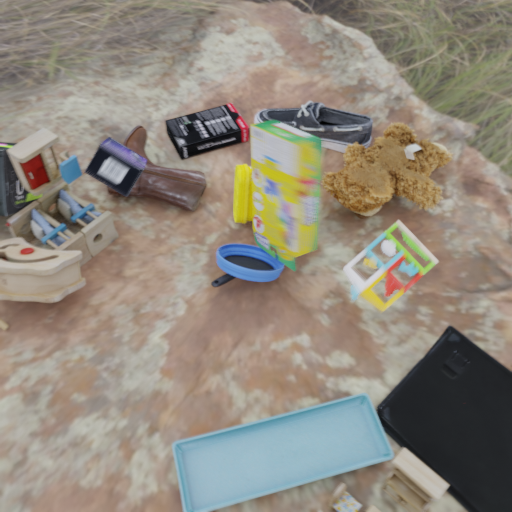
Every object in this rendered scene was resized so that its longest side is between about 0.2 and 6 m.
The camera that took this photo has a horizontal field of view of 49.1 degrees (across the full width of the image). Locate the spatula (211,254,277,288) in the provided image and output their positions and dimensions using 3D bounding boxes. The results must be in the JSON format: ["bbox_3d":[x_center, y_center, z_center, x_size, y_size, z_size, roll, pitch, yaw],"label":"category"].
[{"bbox_3d":[-0.194,0.265,10.468,1.619,0.166,0.458,-21,50,-38],"label":"spatula"}]

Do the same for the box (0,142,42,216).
[{"bbox_3d":[-5.516,-1.579,10.980,2.079,1.292,1.544,4,15,4],"label":"box"}]

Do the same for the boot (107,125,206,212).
[{"bbox_3d":[-1.902,-1.890,12.004,2.080,0.668,1.939,9,64,11],"label":"boot"}]

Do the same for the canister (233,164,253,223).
[{"bbox_3d":[0.357,-1.222,11.092,1.542,1.145,0.667,-1,28,-9],"label":"canister"}]

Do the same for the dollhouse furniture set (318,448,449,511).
[{"bbox_3d":[1.676,3.505,7.386,1.394,1.057,1.591,37,60,26],"label":"dollhouse furniture set"}]

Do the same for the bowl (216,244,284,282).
[{"bbox_3d":[-0.121,0.124,10.259,1.246,0.245,1.246,11,21,-4],"label":"bowl"}]

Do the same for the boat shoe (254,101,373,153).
[{"bbox_3d":[1.288,-3.078,12.799,2.756,0.934,0.988,17,53,13],"label":"boat shoe"}]

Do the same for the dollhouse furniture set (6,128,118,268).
[{"bbox_3d":[-3.747,-0.925,10.344,1.436,2.037,1.427,32,58,23],"label":"dollhouse furniture set"}]

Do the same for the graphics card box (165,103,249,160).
[{"bbox_3d":[-1.142,-2.906,12.986,1.709,0.435,1.072,-19,54,-16],"label":"graphics card box"}]

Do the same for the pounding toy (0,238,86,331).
[{"bbox_3d":[-4.200,0.488,10.093,2.252,1.292,1.287,3,24,6],"label":"pounding toy"}]

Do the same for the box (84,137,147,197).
[{"bbox_3d":[-2.596,-1.689,10.479,0.887,0.625,1.198,30,12,-17],"label":"box"}]

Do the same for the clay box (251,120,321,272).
[{"bbox_3d":[0.495,-1.046,9.883,0.566,2.377,1.366,-20,35,-27],"label":"clay box"}]

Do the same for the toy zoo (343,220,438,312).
[{"bbox_3d":[2.200,0.236,9.516,1.516,0.155,0.995,-41,80,-7],"label":"toy zoo"}]

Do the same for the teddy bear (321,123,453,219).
[{"bbox_3d":[2.796,-1.743,11.805,2.380,1.096,3.282,24,47,10],"label":"teddy bear"}]

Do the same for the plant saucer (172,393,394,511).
[{"bbox_3d":[0.386,2.939,8.356,3.134,0.297,1.096,-12,52,-9],"label":"plant saucer"}]

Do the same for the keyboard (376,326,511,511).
[{"bbox_3d":[4.449,3.186,8.024,2.666,1.015,5.122,-46,63,-4],"label":"keyboard"}]
